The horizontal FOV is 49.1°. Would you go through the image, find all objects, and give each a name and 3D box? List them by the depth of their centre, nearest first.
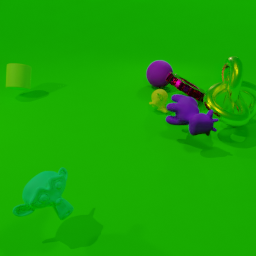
[{"bbox_3d":[-1.267,1.105,4.527,1.090,0.784,0.657,-42,14,-31],"label":"monkey head"},{"bbox_3d":[1.595,-0.338,6.939,1.275,0.711,1.296,10,34,17],"label":"cow figurine"},{"bbox_3d":[2.742,-0.746,7.381,0.916,1.983,1.855,-6,28,46],"label":"knot shape"},{"bbox_3d":[1.052,-0.847,8.704,0.720,0.603,1.001,37,15,11],"label":"monkey head"},{"bbox_3d":[1.972,-1.370,9.339,1.517,0.281,1.517,26,19,-10],"label":"gear"},{"bbox_3d":[-3.741,-1.738,9.602,0.792,0.792,0.792,3,0,0],"label":"cylinder"},{"bbox_3d":[1.167,-1.991,10.346,0.994,0.994,0.994,0,30,0],"label":"ball"}]
